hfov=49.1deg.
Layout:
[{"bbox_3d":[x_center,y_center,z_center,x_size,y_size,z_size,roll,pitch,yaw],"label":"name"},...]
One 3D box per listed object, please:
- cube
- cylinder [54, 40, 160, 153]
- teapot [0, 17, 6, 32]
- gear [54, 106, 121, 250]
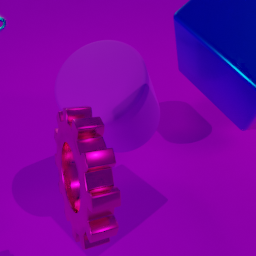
[{"bbox_3d":[1.425,-0.947,3.197,1.261,1.261,1.261,-40,70,0],"label":"cube"},{"bbox_3d":[-0.255,-0.443,4.568,1.392,1.392,1.392,-5,68,13],"label":"cylinder"},{"bbox_3d":[-2.417,-1.553,4.201,1.140,0.709,0.558,-15,73,-32],"label":"teapot"},{"bbox_3d":[-0.412,0.416,2.485,0.221,1.193,1.193,-7,43,-25],"label":"gear"}]
